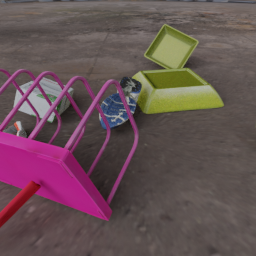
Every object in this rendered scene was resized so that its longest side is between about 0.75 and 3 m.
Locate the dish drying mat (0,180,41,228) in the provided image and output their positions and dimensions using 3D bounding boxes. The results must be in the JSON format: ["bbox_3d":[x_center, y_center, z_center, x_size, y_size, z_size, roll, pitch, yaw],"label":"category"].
[{"bbox_3d":[-1.815,1.275,4.173,0.110,0.463,1.206,42,74,7],"label":"dish drying mat"}]

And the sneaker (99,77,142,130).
[{"bbox_3d":[-0.171,-0.509,7.762,0.844,0.933,2.190,23,42,8],"label":"sneaker"}]

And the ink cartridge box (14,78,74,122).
[{"bbox_3d":[-2.367,-0.868,8.098,1.149,0.651,1.567,21,22,-1],"label":"ink cartridge box"}]

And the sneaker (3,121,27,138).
[{"bbox_3d":[-2.767,0.316,6.732,0.598,0.563,1.460,-21,23,-14],"label":"sneaker"}]

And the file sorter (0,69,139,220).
[{"bbox_3d":[-1.404,0.104,4.954,2.698,1.875,1.692,11,56,26],"label":"file sorter"}]

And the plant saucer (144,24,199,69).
[{"bbox_3d":[1.831,-3.285,11.894,1.701,1.698,0.407,32,-5,13],"label":"plant saucer"}]

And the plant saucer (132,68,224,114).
[{"bbox_3d":[1.514,-1.435,9.594,2.682,0.643,2.685,-6,30,-10],"label":"plant saucer"}]
